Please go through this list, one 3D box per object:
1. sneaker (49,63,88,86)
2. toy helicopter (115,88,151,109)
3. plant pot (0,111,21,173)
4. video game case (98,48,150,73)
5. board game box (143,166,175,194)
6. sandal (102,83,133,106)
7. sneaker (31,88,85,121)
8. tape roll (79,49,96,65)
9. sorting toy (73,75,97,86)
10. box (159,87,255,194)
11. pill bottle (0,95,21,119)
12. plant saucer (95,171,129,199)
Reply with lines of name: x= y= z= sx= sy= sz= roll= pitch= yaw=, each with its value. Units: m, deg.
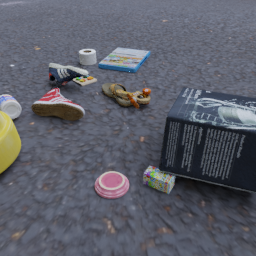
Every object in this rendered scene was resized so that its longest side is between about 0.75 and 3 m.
sneaker: x=-2.677 y=-2.282 z=12.434 sx=2.153 sy=0.910 sz=0.807 roll=15 pitch=7 yaw=33
toy helicopter: x=0.163 y=-1.235 z=11.149 sx=1.458 sy=0.575 sz=0.964 roll=15 pitch=38 yaw=14
plant pot: x=-4.673 y=-0.157 z=7.536 sx=2.793 sy=2.627 sz=2.793 roll=-4 pitch=35 yaw=3
video game case: x=-0.126 y=-3.771 z=15.331 sx=2.039 sy=0.254 sz=2.850 roll=12 pitch=35 yaw=16
board game box: x=0.830 y=1.369 z=7.475 sx=0.754 sy=0.388 sz=0.395 roll=18 pitch=38 yaw=25
sandal: x=-0.402 y=-1.523 z=11.683 sx=0.801 sy=0.538 sz=1.994 roll=-18 pitch=38 yaw=-25
sneaker: x=-2.455 y=-0.932 z=10.612 sx=2.106 sy=0.750 sz=1.185 roll=8 pitch=38 yaw=16
tape roll: x=-2.162 y=-3.823 z=15.073 sx=0.898 sy=0.616 sz=0.898 roll=0 pitch=33 yaw=0
sorting toy: x=-2.055 y=-2.302 z=13.189 sx=0.868 sy=0.171 sz=0.938 roll=-25 pitch=41 yaw=-32
box: x=2.535 y=0.167 z=7.796 sx=2.706 sy=1.706 sz=2.753 roll=12 pitch=27 yaw=15
pill bottle: x=-4.488 y=-0.840 z=10.446 sx=0.708 sy=0.708 sz=1.264 roll=-20 pitch=32 yaw=-28
plant saucer: x=-0.429 y=1.470 z=7.467 sx=0.921 sy=0.233 sz=0.921 roll=0 pitch=33 yaw=0
